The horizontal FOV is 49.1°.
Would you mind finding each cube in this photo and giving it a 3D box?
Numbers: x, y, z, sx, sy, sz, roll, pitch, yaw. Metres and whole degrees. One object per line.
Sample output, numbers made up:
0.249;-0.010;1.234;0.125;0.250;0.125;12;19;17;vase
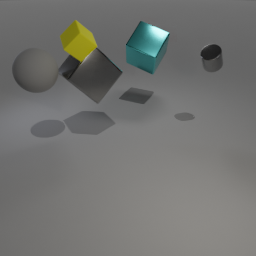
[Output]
-1.328;-1.928;9.621;1.400;1.400;1.400;-52;35;0;cube
-1.438;-2.514;8.117;0.700;0.700;0.700;28;32;-47;cube
0.832;-3.469;12.221;1.400;1.400;1.400;27;74;9;cube

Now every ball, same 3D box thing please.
-2.925;-1.818;8.894;1.400;1.400;1.400;0;28;0;ball

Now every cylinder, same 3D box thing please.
2.914;-2.415;9.723;0.700;0.700;0.700;-10;62;18;cylinder
